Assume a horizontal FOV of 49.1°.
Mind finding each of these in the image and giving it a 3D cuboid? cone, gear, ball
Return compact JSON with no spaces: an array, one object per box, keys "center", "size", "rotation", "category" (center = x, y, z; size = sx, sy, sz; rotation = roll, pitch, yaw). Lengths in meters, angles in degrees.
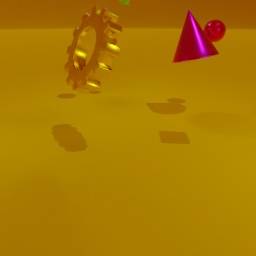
[{"center":[2.120,-3.089,9.264],"size":[1.559,1.565,1.559],"rotation":[-11,14,3],"category":"cone"},{"center":[-0.869,-1.794,6.523],"size":[0.360,1.949,1.949],"rotation":[13,11,-37],"category":"gear"},{"center":[3.043,-3.411,9.854],"size":[0.760,0.760,0.760],"rotation":[0,22,0],"category":"ball"}]

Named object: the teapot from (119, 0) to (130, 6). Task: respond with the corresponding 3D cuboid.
[{"center":[-0.103,-4.955,10.362],"size":[0.528,1.078,0.670],"rotation":[-30,64,-17],"category":"teapot"}]
